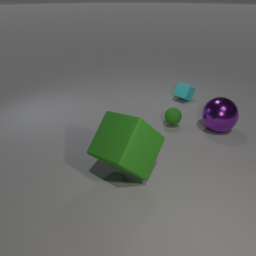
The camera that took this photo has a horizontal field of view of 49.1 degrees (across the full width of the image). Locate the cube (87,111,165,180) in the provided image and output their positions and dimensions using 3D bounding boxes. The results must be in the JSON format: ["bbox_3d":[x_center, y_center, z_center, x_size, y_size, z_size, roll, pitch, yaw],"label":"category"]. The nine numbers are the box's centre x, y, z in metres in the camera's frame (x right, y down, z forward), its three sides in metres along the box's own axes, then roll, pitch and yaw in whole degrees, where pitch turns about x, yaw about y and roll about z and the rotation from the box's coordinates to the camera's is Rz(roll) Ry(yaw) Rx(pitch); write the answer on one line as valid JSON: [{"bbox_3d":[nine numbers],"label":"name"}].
[{"bbox_3d":[-0.040,0.501,8.165,1.400,1.400,1.400,14,-15,43],"label":"cube"}]

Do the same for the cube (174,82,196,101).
[{"bbox_3d":[2.853,-1.843,14.107,0.700,0.700,0.700,29,13,36],"label":"cube"}]

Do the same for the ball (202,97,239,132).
[{"bbox_3d":[3.654,-0.527,11.124,1.400,1.400,1.400,0,27,0],"label":"ball"}]

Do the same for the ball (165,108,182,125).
[{"bbox_3d":[1.868,-0.492,11.569,0.700,0.700,0.700,0,27,0],"label":"ball"}]
